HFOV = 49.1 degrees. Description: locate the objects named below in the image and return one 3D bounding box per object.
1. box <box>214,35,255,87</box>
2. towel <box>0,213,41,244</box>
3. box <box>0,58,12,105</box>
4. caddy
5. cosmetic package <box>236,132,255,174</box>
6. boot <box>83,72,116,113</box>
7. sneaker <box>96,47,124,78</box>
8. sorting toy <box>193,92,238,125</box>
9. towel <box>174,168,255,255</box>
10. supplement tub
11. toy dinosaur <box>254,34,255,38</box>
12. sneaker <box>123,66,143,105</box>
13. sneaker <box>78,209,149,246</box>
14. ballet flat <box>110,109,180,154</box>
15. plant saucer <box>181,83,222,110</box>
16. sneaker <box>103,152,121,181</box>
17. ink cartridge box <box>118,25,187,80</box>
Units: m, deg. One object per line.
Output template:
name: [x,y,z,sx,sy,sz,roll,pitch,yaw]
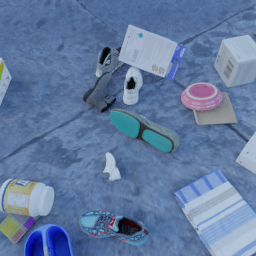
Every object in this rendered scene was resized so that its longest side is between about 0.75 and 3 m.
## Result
box: [4.861,-2.939,12.339,1.337,1.553,1.561,-12,57,-8]
towel: [-3.533,3.043,9.143,0.875,0.139,1.219,29,60,19]
box: [-6.020,-1.716,11.726,1.317,1.186,2.341,3,56,3]
caddy: [-2.253,3.780,8.129,1.323,0.982,1.872,-16,58,-9]
cosmetic package: [5.716,1.146,10.090,2.806,0.725,2.116,35,65,21]
boot: [-0.953,-1.505,12.023,1.190,0.631,1.807,31,72,16]
sneaker: [-0.691,-3.308,12.761,0.830,1.278,2.213,25,60,16]
sorting toy: [3.519,-0.805,11.685,1.754,0.320,1.624,-1,56,-6]
towel: [3.057,2.856,9.149,2.096,0.340,2.854,-24,59,-16]
supplement tub: [-3.232,2.238,8.966,1.460,1.056,1.056,7,56,6]
toy dinosaur: [6.949,-3.953,13.256,2.866,1.464,1.945,0,70,-25]
sneaker: [0.239,-2.032,12.054,0.793,1.011,2.036,3,56,2]
sneaker: [-0.462,2.910,8.648,2.275,1.087,0.902,9,56,6]
ballet flat: [0.643,0.034,10.849,2.914,0.982,0.928,29,35,17]
plant saucer: [3.071,-1.392,11.709,1.684,0.427,1.684,-7,40,5]
sneaker: [-0.664,1.387,10.016,0.541,0.425,1.090,-19,63,-9]
ink cartridge box: [1.047,-3.279,12.253,2.652,1.582,0.556,22,22,5]
